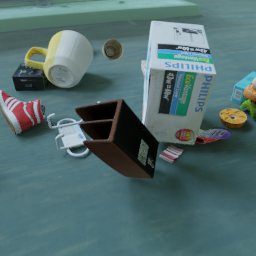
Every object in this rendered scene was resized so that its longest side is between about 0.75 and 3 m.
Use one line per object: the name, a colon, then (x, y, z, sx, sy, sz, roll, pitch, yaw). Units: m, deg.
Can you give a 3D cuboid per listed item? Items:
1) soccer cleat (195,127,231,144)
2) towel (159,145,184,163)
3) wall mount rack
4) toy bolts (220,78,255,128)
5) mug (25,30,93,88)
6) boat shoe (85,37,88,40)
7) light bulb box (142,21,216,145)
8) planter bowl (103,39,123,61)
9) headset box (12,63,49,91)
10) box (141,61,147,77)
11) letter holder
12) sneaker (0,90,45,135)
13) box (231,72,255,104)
soccer cleat: (2.842, 0.325, 9.860, 1.591, 0.543, 0.582, 1, 48, 3)
towel: (1.464, 0.853, 9.425, 0.546, 0.086, 0.758, 24, 42, 31)
wall mount rack: (-1.699, -0.070, 10.044, 2.045, 0.878, 2.354, -15, 39, -20)
toy bolts: (4.775, -0.771, 10.335, 2.176, 1.580, 2.278, -16, 40, -16)
mug: (-3.188, -3.030, 13.471, 2.795, 2.239, 2.295, -15, 41, 18)
boat shoe: (-3.468, -4.813, 16.656, 0.993, 0.973, 2.789, 22, 44, 21)
light bulb box: (1.489, -1.510, 9.329, 1.835, 2.914, 2.940, 5, 44, 1)
planter bowl: (-0.646, -3.008, 10.969, 0.811, 0.811, 0.546, -14, 5, -19)
headset box: (-4.609, -2.467, 13.517, 1.437, 0.766, 1.651, -1, 36, -3)
box: (1.109, -2.722, 14.120, 0.517, 0.483, 2.497, -4, 35, -5)
letter holder: (-0.417, 0.422, 7.826, 1.689, 2.377, 1.195, -4, 58, 29)
sneaker: (-4.207, -0.837, 11.073, 1.467, 0.929, 2.608, -24, 49, -24)
box: (5.358, -1.829, 12.598, 0.477, 0.799, 1.941, 29, 45, 33)
